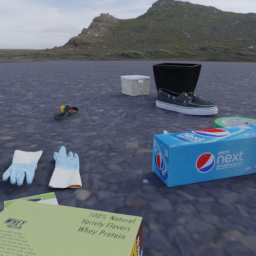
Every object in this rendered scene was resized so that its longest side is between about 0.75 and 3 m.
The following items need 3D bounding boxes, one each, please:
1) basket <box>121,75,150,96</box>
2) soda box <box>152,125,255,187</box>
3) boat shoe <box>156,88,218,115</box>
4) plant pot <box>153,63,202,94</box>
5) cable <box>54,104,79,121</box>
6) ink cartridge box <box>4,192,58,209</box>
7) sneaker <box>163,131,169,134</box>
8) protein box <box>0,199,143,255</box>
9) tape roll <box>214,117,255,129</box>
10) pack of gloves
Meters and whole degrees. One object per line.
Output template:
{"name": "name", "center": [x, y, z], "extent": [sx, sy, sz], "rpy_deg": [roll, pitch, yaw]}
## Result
{"name": "basket", "center": [0.395, -2.409, 15.737], "extent": [1.260, 1.022, 1.271], "rpy_deg": [-10, 20, -30]}
{"name": "soda box", "center": [1.885, 0.537, 6.103], "extent": [2.598, 0.881, 0.833], "rpy_deg": [-6, 18, -17]}
{"name": "boat shoe", "center": [2.366, -1.125, 11.780], "extent": [2.894, 0.819, 0.993], "rpy_deg": [15, 22, 41]}
{"name": "plant pot", "center": [2.491, -2.331, 14.172], "extent": [2.008, 1.781, 2.003], "rpy_deg": [7, 19, 24]}
{"name": "cable", "center": [-2.409, -0.527, 10.986], "extent": [0.747, 0.387, 1.539], "rpy_deg": [16, 29, -5]}
{"name": "ink cartridge box", "center": [-1.354, 1.406, 4.052], "extent": [0.801, 0.411, 1.084], "rpy_deg": [-7, 17, -21]}
{"name": "sneaker", "center": [1.273, 0.307, 8.002], "extent": [0.530, 0.294, 0.757], "rpy_deg": [2, 26, 1]}
{"name": "protein box", "center": [-0.742, 1.545, 2.474], "extent": [1.508, 1.025, 1.519], "rpy_deg": [4, 17, 13]}
{"name": "tape roll", "center": [3.509, 0.021, 8.740], "extent": [1.572, 0.378, 1.572], "rpy_deg": [0, 16, 0]}
{"name": "pack of gloves", "center": [-1.811, 0.723, 6.127], "extent": [1.516, 0.356, 1.805], "rpy_deg": [5, 15, -14]}
